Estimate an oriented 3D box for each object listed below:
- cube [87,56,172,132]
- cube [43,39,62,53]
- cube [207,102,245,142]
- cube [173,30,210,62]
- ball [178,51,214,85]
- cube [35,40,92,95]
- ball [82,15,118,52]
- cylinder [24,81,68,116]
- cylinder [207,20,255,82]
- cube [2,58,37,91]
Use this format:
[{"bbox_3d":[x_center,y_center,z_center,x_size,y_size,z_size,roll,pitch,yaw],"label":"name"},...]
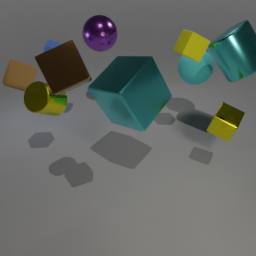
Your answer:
[{"bbox_3d":[0.065,-0.963,7.580,1.400,1.400,1.400,16,59,47],"label":"cube"},{"bbox_3d":[-2.703,-2.725,10.300,0.700,0.700,0.700,16,32,-11],"label":"cube"},{"bbox_3d":[2.822,-0.177,8.110,0.700,0.700,0.700,30,56,14],"label":"cube"},{"bbox_3d":[1.975,-2.569,8.751,0.700,0.700,0.700,18,18,-25],"label":"cube"},{"bbox_3d":[2.714,-2.448,11.248,1.400,1.400,1.400,0,32,0],"label":"ball"},{"bbox_3d":[-1.118,-1.045,4.999,0.700,0.700,0.700,-25,8,-2],"label":"cube"},{"bbox_3d":[-1.116,-3.763,11.177,1.400,1.400,1.400,0,32,0],"label":"ball"},{"bbox_3d":[-1.858,-0.647,6.358,0.700,0.700,0.700,15,2,23],"label":"cylinder"},{"bbox_3d":[3.465,-2.412,8.880,1.400,1.400,1.400,-35,12,8],"label":"cylinder"},{"bbox_3d":[-2.999,-1.452,7.736,0.700,0.700,0.700,15,8,-30],"label":"cube"}]
